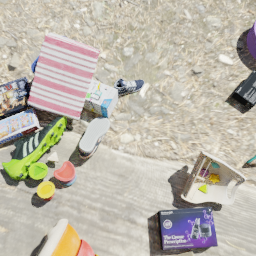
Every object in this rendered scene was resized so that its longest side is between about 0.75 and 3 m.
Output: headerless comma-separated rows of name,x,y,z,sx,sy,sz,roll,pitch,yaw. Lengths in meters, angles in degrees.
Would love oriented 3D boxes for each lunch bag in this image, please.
lunch bag,-2.545,-2.476,10.998,1.523,1.484,2.242,29,72,11

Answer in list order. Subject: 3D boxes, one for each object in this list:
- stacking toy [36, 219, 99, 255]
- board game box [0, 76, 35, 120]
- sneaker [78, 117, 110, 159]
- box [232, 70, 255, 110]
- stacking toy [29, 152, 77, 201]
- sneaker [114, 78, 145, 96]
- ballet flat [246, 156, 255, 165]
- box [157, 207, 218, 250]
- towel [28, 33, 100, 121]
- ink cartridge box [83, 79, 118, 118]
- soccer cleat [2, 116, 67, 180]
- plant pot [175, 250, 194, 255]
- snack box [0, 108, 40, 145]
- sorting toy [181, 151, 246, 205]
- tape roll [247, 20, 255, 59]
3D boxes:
stacking toy,-1.368,4.331,8.304,3.000,2.192,2.192,32,71,-4
board game box,-4.795,-1.102,11.070,2.009,0.348,1.361,-21,70,-8
sneaker,-1.307,0.354,10.360,0.734,0.743,1.872,29,47,5
box,4.913,-1.515,11.110,0.910,0.508,1.289,41,78,11
stacking toy,-2.658,1.724,9.910,1.502,0.635,1.360,-34,65,-23
sneaker,0.044,-1.721,11.107,1.355,0.735,0.475,-20,70,-8
ballet flat,4.847,1.087,10.208,1.173,0.399,0.395,-36,83,-12
box,1.906,3.290,9.182,1.743,0.687,1.230,-4,66,-1
towel,-2.310,-1.791,10.065,2.004,0.410,2.738,19,102,-1
ink cartridge box,-1.128,-1.141,10.785,1.231,0.899,0.903,23,69,9
soccer cleat,-3.372,0.555,10.142,1.142,0.952,2.819,33,74,19
plant pot,1.768,4.442,8.607,1.001,0.887,1.002,-17,70,-7
snack box,-4.547,0.090,10.414,2.444,0.297,0.878,-22,58,-1
sorting toy,2.919,1.771,9.337,1.654,0.982,1.837,24,111,12
tape roll,6.520,-3.794,11.858,2.665,0.874,2.665,0,68,-1
